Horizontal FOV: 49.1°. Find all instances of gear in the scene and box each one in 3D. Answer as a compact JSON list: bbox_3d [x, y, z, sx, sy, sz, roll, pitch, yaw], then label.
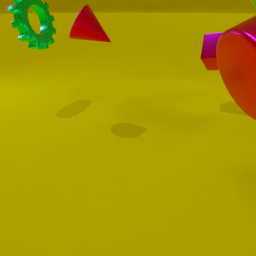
[{"bbox_3d":[-2.774,-3.170,8.316,0.304,1.641,1.641,-4,21,23],"label":"gear"}]

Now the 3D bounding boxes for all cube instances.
[{"bbox_3d":[2.742,-2.295,8.444,0.821,0.821,0.821,4,-15,32],"label":"cube"}]

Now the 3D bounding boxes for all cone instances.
[{"bbox_3d":[-0.806,-2.356,6.877,0.924,0.921,0.921,31,24,-7],"label":"cone"}]

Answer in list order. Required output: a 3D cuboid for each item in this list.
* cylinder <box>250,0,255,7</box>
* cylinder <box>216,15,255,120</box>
[{"bbox_3d":[3.399,-3.545,7.038,0.772,0.772,0.772,-2,53,-3],"label":"cylinder"},{"bbox_3d":[2.081,-0.925,3.632,1.328,1.328,1.328,-27,28,-2],"label":"cylinder"}]
